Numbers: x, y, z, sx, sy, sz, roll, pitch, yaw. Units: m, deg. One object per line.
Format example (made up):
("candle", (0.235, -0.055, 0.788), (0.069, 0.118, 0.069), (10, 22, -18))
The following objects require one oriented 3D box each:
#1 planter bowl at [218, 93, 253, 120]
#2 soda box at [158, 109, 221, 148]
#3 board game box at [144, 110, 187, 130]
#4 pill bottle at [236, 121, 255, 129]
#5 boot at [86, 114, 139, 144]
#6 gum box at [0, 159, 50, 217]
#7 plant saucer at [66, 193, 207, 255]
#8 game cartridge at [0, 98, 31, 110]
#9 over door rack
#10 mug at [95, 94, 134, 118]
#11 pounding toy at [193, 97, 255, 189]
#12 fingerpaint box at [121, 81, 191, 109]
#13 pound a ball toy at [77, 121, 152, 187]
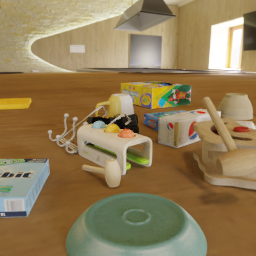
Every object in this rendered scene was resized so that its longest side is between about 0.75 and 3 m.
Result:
("planter bowl", (4.124, -0.868, 10.750), (1.323, 0.890, 1.323), (1, 13, 0))
("soda box", (1.747, -0.045, 7.771), (2.093, 0.713, 0.666), (-12, 18, -42))
("board game box", (1.497, -0.243, 9.210), (1.607, 0.361, 1.222), (-6, 18, -23))
("pill bottle", (2.864, 0.154, 7.064), (1.174, 0.671, 0.671), (4, 14, 17))
("boot", (-0.383, -0.016, 7.716), (1.349, 0.679, 1.804), (2, 14, 6))
("gum box", (-2.116, 0.925, 4.625), (1.306, 0.342, 1.537), (-1, 14, -3))
("plant saucer", (0.101, 1.225, 3.509), (1.739, 0.313, 1.739), (0, 14, 0))
("game cartridge", (-5.431, -1.133, 13.167), (1.558, 0.287, 1.768), (-3, 17, -13))
("over door rack", (-1.082, -0.122, 7.365), (1.841, 0.613, 1.360), (-30, 27, -25))
("mug", (-0.322, -0.566, 9.208), (1.015, 1.040, 1.267), (10, 17, 32))
("pounding toy", (2.156, 0.135, 5.219), (1.580, 1.585, 2.762), (-4, 14, 4))
("fingerpaint box", (1.313, -1.738, 13.961), (2.331, 1.025, 2.794), (-8, 16, -30))
("pound a ball toy", (-0.428, 0.389, 5.788), (1.280, 0.834, 1.963), (-11, 18, -39))
